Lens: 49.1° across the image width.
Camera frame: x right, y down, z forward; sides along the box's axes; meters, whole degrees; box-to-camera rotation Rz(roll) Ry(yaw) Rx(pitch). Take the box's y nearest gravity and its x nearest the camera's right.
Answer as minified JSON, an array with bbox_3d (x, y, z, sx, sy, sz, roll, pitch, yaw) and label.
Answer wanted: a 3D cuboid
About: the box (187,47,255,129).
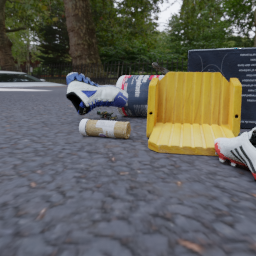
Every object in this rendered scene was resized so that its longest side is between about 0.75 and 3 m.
[{"bbox_3d":[3.939,-1.598,11.084,2.965,2.915,1.838,5,12,23],"label":"box"}]

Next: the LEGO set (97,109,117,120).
[{"bbox_3d":[-1.009,-0.557,12.854,0.849,0.370,1.307,-5,25,-13],"label":"LEGO set"}]

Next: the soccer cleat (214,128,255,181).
[{"bbox_3d":[2.493,0.406,5.774,0.792,0.983,2.308,0,14,-7],"label":"soccer cleat"}]

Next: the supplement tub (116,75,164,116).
[{"bbox_3d":[0.939,-1.494,13.148,2.761,1.937,1.937,3,11,16],"label":"supplement tub"}]

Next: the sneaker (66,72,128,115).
[{"bbox_3d":[-1.418,-1.114,11.580,2.643,1.527,1.068,18,-33,-16],"label":"sneaker"}]

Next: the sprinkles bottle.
[{"bbox_3d":[-0.741,0.018,9.009,1.613,0.550,0.550,4,12,18],"label":"sprinkles bottle"}]

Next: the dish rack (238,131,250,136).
[{"bbox_3d":[3.843,0.431,7.249,1.760,0.480,1.350,2,12,0],"label":"dish rack"}]

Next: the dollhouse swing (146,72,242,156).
[{"bbox_3d":[1.893,-0.575,8.170,2.759,2.508,2.426,3,1,12],"label":"dollhouse swing"}]

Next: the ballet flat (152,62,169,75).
[{"bbox_3d":[1.440,-2.497,12.121,0.972,0.225,0.327,33,44,-4],"label":"ballet flat"}]
